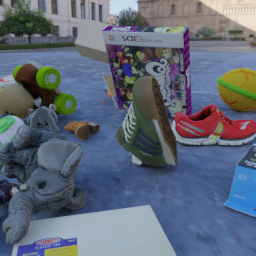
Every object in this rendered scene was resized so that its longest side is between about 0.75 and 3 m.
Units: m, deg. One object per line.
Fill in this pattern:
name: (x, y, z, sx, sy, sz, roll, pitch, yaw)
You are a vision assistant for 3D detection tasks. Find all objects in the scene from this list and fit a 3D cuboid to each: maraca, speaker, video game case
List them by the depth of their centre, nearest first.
speaker: (-2.969, 0.272, 6.567, 0.799, 0.799, 1.806, -1, 19, -4)
video game case: (0.668, -1.726, 8.962, 2.684, 2.961, 0.530, 13, 44, 28)
maraca: (4.517, -1.425, 10.613, 2.861, 1.530, 1.961, 0, 32, -43)

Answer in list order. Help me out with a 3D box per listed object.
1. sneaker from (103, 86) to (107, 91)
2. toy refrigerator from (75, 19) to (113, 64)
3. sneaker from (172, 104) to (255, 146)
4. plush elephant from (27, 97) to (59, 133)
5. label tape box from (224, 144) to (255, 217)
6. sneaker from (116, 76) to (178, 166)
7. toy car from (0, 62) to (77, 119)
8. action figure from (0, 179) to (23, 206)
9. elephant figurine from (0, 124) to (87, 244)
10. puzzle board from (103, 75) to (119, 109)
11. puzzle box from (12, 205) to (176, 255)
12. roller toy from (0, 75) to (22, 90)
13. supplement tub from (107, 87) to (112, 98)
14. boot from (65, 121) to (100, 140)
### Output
sneaker: (-0.961, -1.953, 13.957, 0.523, 0.377, 0.995, -16, 14, -9)
toy refrigerator: (-0.322, -2.892, 10.156, 2.880, 1.093, 1.007, 17, -13, 11)
sneaker: (2.338, -0.113, 7.320, 2.389, 1.014, 0.920, -3, 19, -10)
plush elephant: (-2.540, -0.344, 8.398, 0.889, 1.079, 0.836, -9, 1, -6)
label tape box: (2.623, 0.931, 4.877, 1.322, 0.610, 1.846, 13, 21, 34)
sneaker: (0.238, 0.073, 5.307, 1.096, 2.442, 0.819, -7, 54, 16)
toy car: (-3.335, -0.686, 8.872, 2.060, 1.979, 2.508, 14, 52, 44)
action figure: (-2.128, 1.208, 4.253, 1.007, 0.537, 1.547, -6, 15, 4)
elephant figurine: (-1.232, 0.843, 4.519, 1.488, 1.357, 1.918, -48, 44, -9)
puzzle board: (0.419, -1.582, 11.642, 2.516, 0.219, 1.896, -8, 53, -21)
puzzle box: (-0.458, 1.555, 3.565, 1.947, 0.248, 1.295, -4, 19, -12)
roller toy: (-4.582, -1.585, 11.609, 1.537, 1.074, 1.402, -25, 32, -31)
supplement tub: (-0.151, -1.720, 12.355, 1.421, 0.870, 0.870, -6, 19, -17)
boot: (-1.426, 0.007, 7.875, 0.875, 0.432, 1.127, 9, 19, 21)
